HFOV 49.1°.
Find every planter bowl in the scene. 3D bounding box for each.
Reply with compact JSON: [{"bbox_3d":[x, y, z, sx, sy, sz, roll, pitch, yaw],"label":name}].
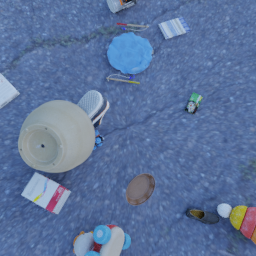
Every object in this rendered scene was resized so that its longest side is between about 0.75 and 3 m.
[{"bbox_3d":[-2.502,0.431,9.187,2.491,1.676,2.491,2,104,9],"label":"planter bowl"}]

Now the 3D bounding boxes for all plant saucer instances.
[{"bbox_3d":[0.371,1.966,9.140,1.165,1.165,0.213,-43,36,-14],"label":"plant saucer"}]

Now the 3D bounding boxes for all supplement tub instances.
[{"bbox_3d":[-0.177,-5.755,12.392,1.405,0.861,0.861,-31,73,-10],"label":"supplement tub"}]

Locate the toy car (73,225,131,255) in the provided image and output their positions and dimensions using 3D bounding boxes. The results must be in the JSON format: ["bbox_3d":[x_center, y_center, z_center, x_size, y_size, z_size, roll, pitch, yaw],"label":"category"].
[{"bbox_3d":[-1.091,3.690,8.937,1.706,1.572,1.509,9,68,34],"label":"toy car"}]

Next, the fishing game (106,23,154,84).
[{"bbox_3d":[0.107,-3.107,11.714,1.925,0.418,2.688,5,78,2],"label":"fishing game"}]

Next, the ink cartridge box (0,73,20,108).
[{"bbox_3d":[-5.087,-1.488,11.203,0.948,0.295,1.178,-42,71,-13],"label":"ink cartridge box"}]

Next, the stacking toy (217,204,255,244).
[{"bbox_3d":[3.878,2.988,9.244,1.853,1.354,1.354,23,71,25],"label":"stacking toy"}]

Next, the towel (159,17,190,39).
[{"bbox_3d":[2.032,-4.388,12.290,1.211,0.144,0.890,-20,70,-9],"label":"towel"}]

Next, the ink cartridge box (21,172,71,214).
[{"bbox_3d":[-2.759,2.216,9.524,1.235,0.897,0.893,26,72,9],"label":"ink cartridge box"}]

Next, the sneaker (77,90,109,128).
[{"bbox_3d":[-1.793,-0.196,10.390,2.742,1.089,1.075,-38,67,13],"label":"sneaker"}]

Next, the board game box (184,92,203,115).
[{"bbox_3d":[2.608,-0.970,11.094,0.455,0.102,0.868,27,72,11],"label":"board game box"}]

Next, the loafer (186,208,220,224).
[{"bbox_3d":[2.559,3.004,9.502,1.157,0.418,0.421,10,70,3],"label":"loafer"}]

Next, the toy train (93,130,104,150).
[{"bbox_3d":[-1.396,0.521,10.407,0.991,0.430,0.566,-29,64,-8],"label":"toy train"}]
